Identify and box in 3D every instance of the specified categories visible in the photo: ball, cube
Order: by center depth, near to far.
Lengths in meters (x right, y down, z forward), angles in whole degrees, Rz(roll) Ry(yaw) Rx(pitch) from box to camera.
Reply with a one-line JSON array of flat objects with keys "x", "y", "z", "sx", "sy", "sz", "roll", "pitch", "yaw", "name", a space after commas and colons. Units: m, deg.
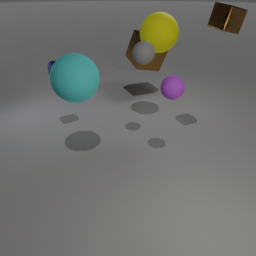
[{"x": -1.524, "y": -1.430, "z": 8.054, "sx": 1.400, "sy": 1.400, "sz": 1.400, "roll": 0, "pitch": 28, "yaw": 0, "name": "ball"}, {"x": 1.297, "y": -1.174, "z": 8.145, "sx": 0.700, "sy": 0.700, "sz": 0.700, "roll": 0, "pitch": 28, "yaw": 0, "name": "ball"}, {"x": 2.938, "y": -3.257, "z": 8.315, "sx": 0.700, "sy": 0.700, "sz": 0.700, "roll": -2, "pitch": 30, "yaw": -32, "name": "cube"}, {"x": 0.476, "y": -2.312, "z": 8.623, "sx": 0.700, "sy": 0.700, "sz": 0.700, "roll": 0, "pitch": 28, "yaw": 0, "name": "ball"}, {"x": 1.119, "y": -3.427, "z": 10.088, "sx": 1.400, "sy": 1.400, "sz": 1.400, "roll": 0, "pitch": 28, "yaw": 0, "name": "ball"}, {"x": 0.927, "y": -3.788, "z": 13.776, "sx": 1.400, "sy": 1.400, "sz": 1.400, "roll": -2, "pitch": 42, "yaw": -31, "name": "cube"}]

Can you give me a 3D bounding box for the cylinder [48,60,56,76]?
[{"x": -2.436, "y": -2.093, "z": 10.081, "sx": 0.700, "sy": 0.700, "sz": 0.700, "roll": -18, "pitch": 33, "yaw": -30, "name": "cylinder"}]
